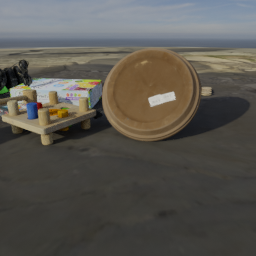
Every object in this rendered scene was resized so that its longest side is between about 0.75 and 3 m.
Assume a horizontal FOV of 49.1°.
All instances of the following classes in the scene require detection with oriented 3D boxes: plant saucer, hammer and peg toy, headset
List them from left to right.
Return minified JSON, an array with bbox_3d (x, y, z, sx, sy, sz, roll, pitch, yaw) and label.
[{"bbox_3d":[-4.629,-1.665,10.508,2.955,1.389,1.825,-23,-6,35],"label":"headset"},{"bbox_3d":[-2.419,-0.390,7.692,2.579,0.909,1.897,14,25,34],"label":"hammer and peg toy"},{"bbox_3d":[0.543,-0.950,7.127,2.588,2.588,0.381,5,-15,13],"label":"plant saucer"}]

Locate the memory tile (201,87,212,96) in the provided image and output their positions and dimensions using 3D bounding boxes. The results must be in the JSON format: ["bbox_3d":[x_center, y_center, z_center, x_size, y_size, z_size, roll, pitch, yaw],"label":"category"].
[{"bbox_3d":[2.793,-1.654,12.377,1.766,0.148,1.354,6,20,14],"label":"memory tile"}]

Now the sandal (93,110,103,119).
[{"bbox_3d":[-0.896,-0.346,8.115,0.298,0.190,0.794,-24,17,-7],"label":"sandal"}]

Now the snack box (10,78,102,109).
[{"bbox_3d":[-2.559,-1.321,10.497,2.845,0.754,2.023,2,20,7],"label":"snack box"}]

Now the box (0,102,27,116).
[{"bbox_3d":[-3.296,-0.519,8.964,1.449,0.273,0.989,13,23,32],"label":"box"}]
